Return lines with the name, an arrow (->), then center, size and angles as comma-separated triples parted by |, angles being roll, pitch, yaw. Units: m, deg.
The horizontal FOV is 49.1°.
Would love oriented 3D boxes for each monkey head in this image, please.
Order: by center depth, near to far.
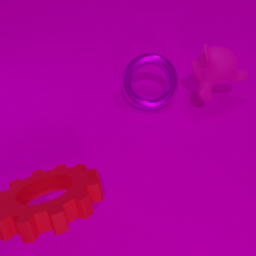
monkey head -> 2.461, -1.529, 7.831 | 1.939, 1.169, 1.395 | 20, 66, -32

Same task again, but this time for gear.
gear -> -1.549, 1.327, 5.398 | 2.095, 0.387, 2.095 | -10, 17, 3

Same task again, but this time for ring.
ring -> 0.647, -1.361, 8.303 | 1.691, 1.691, 0.338 | 1, 9, 1
